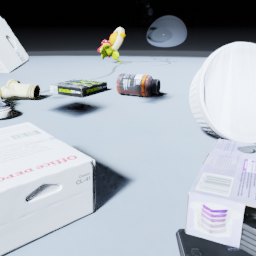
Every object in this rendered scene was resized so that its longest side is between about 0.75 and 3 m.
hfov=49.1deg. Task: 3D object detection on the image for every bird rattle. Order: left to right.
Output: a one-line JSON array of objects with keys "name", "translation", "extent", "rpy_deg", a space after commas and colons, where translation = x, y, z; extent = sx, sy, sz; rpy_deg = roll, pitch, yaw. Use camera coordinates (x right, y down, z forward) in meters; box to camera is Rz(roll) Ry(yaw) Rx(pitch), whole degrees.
[{"name": "bird rattle", "translation": [-0.443, -2.830, 9.527], "extent": [0.825, 1.194, 1.464], "rpy_deg": [27, 25, -17]}]

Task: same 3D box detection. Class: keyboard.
[{"name": "keyboard", "translation": [1.500, 1.691, 3.745], "extent": [1.599, 0.205, 0.960], "rpy_deg": [-1, 13, 1]}]

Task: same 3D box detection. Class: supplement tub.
[{"name": "supplement tub", "translation": [0.507, -2.003, 13.197], "extent": [1.963, 1.050, 1.050], "rpy_deg": [9, 21, 22]}]

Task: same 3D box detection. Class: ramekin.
[{"name": "ramekin", "translation": [2.903, -0.866, 7.634], "extent": [2.668, 2.668, 1.242], "rpy_deg": [-4, -2, -13]}]

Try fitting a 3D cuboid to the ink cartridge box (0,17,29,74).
[{"name": "ink cartridge box", "translation": [-3.746, -2.249, 7.835], "extent": [1.781, 1.307, 0.738], "rpy_deg": [12, 50, 47]}]

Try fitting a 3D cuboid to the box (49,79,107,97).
[{"name": "box", "translation": [-2.501, -2.066, 14.214], "extent": [2.145, 0.510, 2.072], "rpy_deg": [10, 19, 29]}]

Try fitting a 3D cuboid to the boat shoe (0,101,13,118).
[{"name": "boat shoe", "translation": [-5.496, -1.152, 10.155], "extent": [2.979, 1.381, 1.112], "rpy_deg": [8, 20, 22]}]

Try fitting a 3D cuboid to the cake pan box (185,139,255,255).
[{"name": "cake pan box", "translation": [2.571, 1.047, 4.505], "extent": [2.719, 0.772, 2.952], "rpy_deg": [6, 16, 23]}]

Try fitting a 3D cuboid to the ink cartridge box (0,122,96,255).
[{"name": "ink cartridge box", "translation": [-1.998, 0.825, 4.891], "extent": [1.829, 1.061, 2.478], "rpy_deg": [-16, 26, -38]}]

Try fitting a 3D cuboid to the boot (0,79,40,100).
[{"name": "boot", "translation": [-4.863, -1.804, 13.048], "extent": [1.577, 0.739, 2.029], "rpy_deg": [-1, 20, -3]}]
